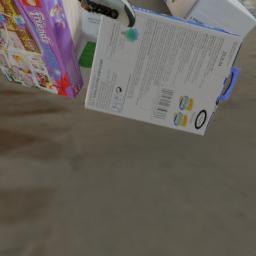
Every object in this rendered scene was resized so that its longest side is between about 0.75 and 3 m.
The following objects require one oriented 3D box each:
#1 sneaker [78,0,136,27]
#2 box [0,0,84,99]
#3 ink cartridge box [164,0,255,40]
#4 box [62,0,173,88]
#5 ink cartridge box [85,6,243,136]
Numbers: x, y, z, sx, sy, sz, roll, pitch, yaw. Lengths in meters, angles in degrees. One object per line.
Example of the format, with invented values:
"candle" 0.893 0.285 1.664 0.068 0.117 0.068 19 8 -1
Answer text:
"sneaker" -0.340 -1.543 3.493 0.977 0.388 0.361 33 -16 -6
"box" -2.091 -1.885 5.772 1.897 2.772 0.542 16 58 14
"ink cartridge box" 1.734 -2.969 6.555 1.631 0.946 2.252 16 42 -30
"box" -0.419 -2.720 7.724 2.713 2.727 2.336 3 -21 -26
"ink cartridge box" 0.770 -1.057 5.300 2.825 1.927 1.078 13 26 -4
